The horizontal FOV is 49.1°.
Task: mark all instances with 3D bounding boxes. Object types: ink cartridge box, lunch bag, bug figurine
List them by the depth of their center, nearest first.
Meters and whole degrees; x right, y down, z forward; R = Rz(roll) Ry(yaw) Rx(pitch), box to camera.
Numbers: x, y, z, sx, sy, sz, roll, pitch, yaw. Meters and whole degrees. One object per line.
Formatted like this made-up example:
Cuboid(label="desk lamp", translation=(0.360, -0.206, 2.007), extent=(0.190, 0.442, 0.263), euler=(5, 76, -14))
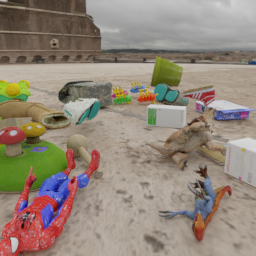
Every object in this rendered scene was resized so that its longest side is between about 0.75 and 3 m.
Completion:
Cuboid(label="ink cartridge box", translation=(2.698, 0.711, 6.060), extent=(0.734, 0.753, 1.172), euler=(-8, 19, -28))
Cuboid(label="ink cartridge box", translation=(3.919, -0.738, 11.556), extent=(1.396, 0.491, 2.339), euler=(-4, 14, -12))
Cuboid(label="lunch bag", translation=(-2.039, -1.589, 13.135), extent=(2.137, 1.256, 1.753), euler=(9, 15, 43))
Cuboid(label="bug figurine", translation=(0.253, -1.746, 14.581), extent=(2.216, 0.735, 2.858), euler=(-8, 21, -7))

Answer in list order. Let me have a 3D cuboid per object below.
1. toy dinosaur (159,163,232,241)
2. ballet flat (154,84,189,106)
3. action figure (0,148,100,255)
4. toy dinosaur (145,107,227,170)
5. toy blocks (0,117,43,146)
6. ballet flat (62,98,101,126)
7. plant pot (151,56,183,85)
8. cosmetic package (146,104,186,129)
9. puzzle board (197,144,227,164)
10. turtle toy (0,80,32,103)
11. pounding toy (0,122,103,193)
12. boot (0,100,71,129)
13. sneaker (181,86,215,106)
Cuboid(label="toy dinosaur", translation=(1.310, 1.237, 4.573), extent=(1.499, 0.787, 1.361), euler=(11, 36, -6))
Cuboid(label="ballet flat", translation=(2.146, -1.546, 14.013), extent=(0.899, 0.951, 2.823), euler=(24, 9, -22))
Cuboid(label="action figure", translation=(-1.269, 1.118, 4.704), extent=(0.934, 0.738, 2.855), euler=(5, 24, 10))
Cuboid(label="toy dinosaur", translation=(1.517, 0.303, 7.267), extent=(2.381, 1.022, 1.614), euler=(-18, 11, -12))
Cuboid(label="toy blocks", translation=(-3.539, 0.073, 7.969), extent=(2.266, 1.132, 1.549), euler=(-6, 2, 8))
Cuboid(label="ballet flat", translation=(-1.537, -0.682, 9.376), extent=(0.870, 0.870, 2.426), euler=(2, 9, 7))
Cuboid(label="plant pot", translation=(2.841, -3.945, 20.308), extent=(2.043, 2.121, 2.121), euler=(12, 17, 2))
Cuboid(label="cosmetic package", translation=(1.375, -0.428, 10.057), extent=(1.345, 0.724, 0.571), euler=(4, 16, 19))
Cuboid(label="puzzle board", translation=(2.713, 0.670, 7.373), extent=(1.417, 0.123, 1.068), euler=(-5, 16, -18))
Cuboid(label="turtle toy", translation=(-5.500, -1.369, 12.207), extent=(2.585, 1.307, 1.884), euler=(-1, 15, -1))
Cuboid(label="pounding toy", translation=(-2.014, 0.421, 6.294), extent=(2.555, 1.185, 1.972), euler=(-7, 18, -20))
Cuboid(label="boot", translation=(-3.517, -0.499, 10.233), extent=(2.069, 0.781, 2.362), euler=(-12, 21, -36))
Cuboid(label="sneaker", translation=(2.802, -1.205, 11.108), extent=(1.304, 0.734, 0.465), euler=(-7, 24, 28))
